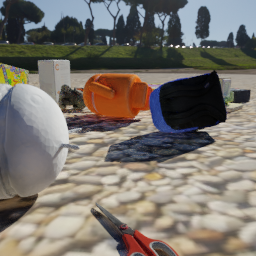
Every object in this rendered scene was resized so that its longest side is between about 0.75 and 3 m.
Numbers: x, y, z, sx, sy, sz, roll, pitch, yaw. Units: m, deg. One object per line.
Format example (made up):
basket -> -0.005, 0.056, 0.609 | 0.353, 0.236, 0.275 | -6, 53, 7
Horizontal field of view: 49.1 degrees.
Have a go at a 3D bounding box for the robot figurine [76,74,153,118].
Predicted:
robot figurine -> -0.495, -1.213, 10.213 | 2.708, 1.579, 1.948 | 6, 33, 25

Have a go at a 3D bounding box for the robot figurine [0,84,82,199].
robot figurine -> -2.158, 0.202, 4.063 | 2.923, 1.651, 2.479 | -2, 27, -7

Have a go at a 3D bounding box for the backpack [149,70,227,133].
backpack -> 1.535, -0.565, 7.858 | 1.873, 1.522, 1.572 | -13, -5, -19

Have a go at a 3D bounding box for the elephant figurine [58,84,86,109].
elephant figurine -> -2.090, -1.202, 11.856 | 1.581, 1.227, 1.119 | 8, -30, -9

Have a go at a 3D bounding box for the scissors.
scissors -> 0.054, 1.218, 3.246 | 0.602, 0.115, 1.646 | -7, 14, -17

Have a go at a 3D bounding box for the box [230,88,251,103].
box -> 5.346, -1.645, 14.094 | 1.169, 0.609, 1.065 | -9, 17, -32

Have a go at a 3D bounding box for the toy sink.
toy sink -> 3.637, -1.558, 12.165 | 2.370, 1.328, 1.545 | 12, 18, 41

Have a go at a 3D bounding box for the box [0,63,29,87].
box -> -5.382, -1.302, 9.269 | 2.847, 1.737, 2.742 | 5, 2, 19

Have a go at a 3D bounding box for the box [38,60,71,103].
box -> -3.605, -2.323, 13.879 | 0.985, 2.021, 1.257 | 6, 15, 25

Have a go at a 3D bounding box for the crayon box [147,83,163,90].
crayon box -> 0.777, -1.652, 13.631 | 2.875, 0.838, 2.480 | -3, 15, -10
